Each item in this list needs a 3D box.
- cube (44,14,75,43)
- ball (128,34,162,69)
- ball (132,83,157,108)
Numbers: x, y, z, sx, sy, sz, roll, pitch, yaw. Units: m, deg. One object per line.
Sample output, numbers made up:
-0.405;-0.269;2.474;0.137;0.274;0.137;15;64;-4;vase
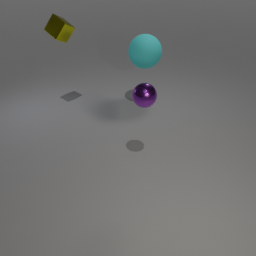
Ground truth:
-2.582;-3.756;10.601;0.700;0.700;0.700;41;19;13;cube
0.710;-3.186;11.684;1.400;1.400;1.400;0;31;0;ball
0.463;-0.915;7.853;0.700;0.700;0.700;0;31;0;ball
